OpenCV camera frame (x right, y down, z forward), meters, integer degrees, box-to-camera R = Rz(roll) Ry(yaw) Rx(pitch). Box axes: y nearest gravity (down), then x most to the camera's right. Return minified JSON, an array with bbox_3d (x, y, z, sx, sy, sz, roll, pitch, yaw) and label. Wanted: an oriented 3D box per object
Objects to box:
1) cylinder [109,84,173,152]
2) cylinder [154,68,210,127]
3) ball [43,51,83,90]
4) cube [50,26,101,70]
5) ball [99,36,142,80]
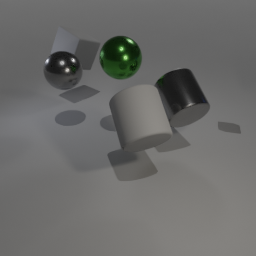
[{"bbox_3d":[0.327,-0.231,7.565,1.400,1.400,1.400,-10,71,-18],"label":"cylinder"},{"bbox_3d":[1.710,-0.954,9.037,1.400,1.400,1.400,-11,64,-19],"label":"cylinder"},{"bbox_3d":[-2.364,-2.092,10.233,1.400,1.400,1.400,0,29,0],"label":"ball"},{"bbox_3d":[-2.363,-3.564,12.610,1.400,1.400,1.400,36,26,24],"label":"cube"},{"bbox_3d":[-0.237,-2.287,9.171,1.400,1.400,1.400,0,29,0],"label":"ball"}]
